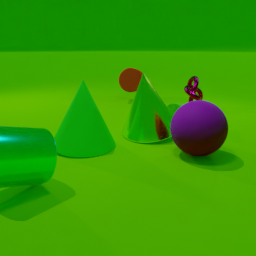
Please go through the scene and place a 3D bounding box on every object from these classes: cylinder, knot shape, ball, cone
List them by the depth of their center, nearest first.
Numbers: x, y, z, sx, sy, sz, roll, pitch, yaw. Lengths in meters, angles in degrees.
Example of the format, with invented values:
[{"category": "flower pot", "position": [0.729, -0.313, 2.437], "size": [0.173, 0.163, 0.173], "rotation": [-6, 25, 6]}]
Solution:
[{"category": "cylinder", "position": [-1.943, 0.495, 4.886], "size": [1.031, 1.031, 1.031], "rotation": [4, 10, -44]}, {"category": "ball", "position": [1.627, 0.006, 6.456], "size": [1.291, 1.291, 1.291], "rotation": [0, 17, 0]}, {"category": "cone", "position": [-1.107, -0.359, 6.959], "size": [1.645, 1.652, 1.645], "rotation": [2, 18, -1]}, {"category": "cone", "position": [0.524, -0.699, 7.691], "size": [1.635, 1.641, 1.635], "rotation": [-8, 26, 4]}, {"category": "cone", "position": [1.725, -0.544, 8.584], "size": [0.850, 0.850, 0.853], "rotation": [16, 40, 42]}, {"category": "knot shape", "position": [2.568, -1.388, 10.975], "size": [0.564, 1.221, 1.143], "rotation": [-9, 13, 23]}, {"category": "cylinder", "position": [0.191, -2.147, 12.573], "size": [1.052, 1.052, 1.052], "rotation": [3, 10, 9]}]
